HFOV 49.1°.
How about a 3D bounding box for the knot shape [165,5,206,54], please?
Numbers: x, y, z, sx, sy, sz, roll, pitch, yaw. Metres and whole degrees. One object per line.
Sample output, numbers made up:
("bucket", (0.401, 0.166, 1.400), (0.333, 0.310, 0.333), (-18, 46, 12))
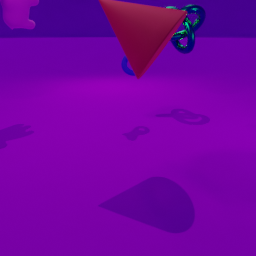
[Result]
("knot shape", (1.975, -3.704, 10.055), (1.724, 1.843, 0.852), (-35, 17, 37))

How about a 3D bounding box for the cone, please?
("cone", (0.046, -1.996, 5.333), (1.526, 1.520, 1.520), (37, 24, -1))

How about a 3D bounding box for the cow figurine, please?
("cow figurine", (-3.549, -3.812, 8.365), (0.935, 1.703, 1.676), (33, 30, 27))

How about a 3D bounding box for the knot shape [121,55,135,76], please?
("knot shape", (0.179, -2.205, 8.409), (0.517, 1.047, 1.119), (4, 46, 35))
